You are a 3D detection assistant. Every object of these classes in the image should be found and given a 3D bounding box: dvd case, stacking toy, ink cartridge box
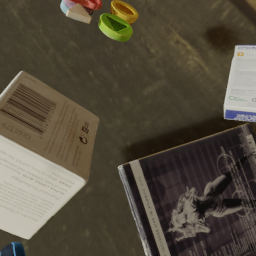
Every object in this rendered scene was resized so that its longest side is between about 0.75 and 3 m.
[{"bbox_3d":[1.379,1.206,4.530,2.795,0.223,2.078,-15,82,-29],"label":"dvd case"},{"bbox_3d":[-0.660,-2.227,5.917,1.674,0.707,1.515,17,45,-19],"label":"stacking toy"},{"bbox_3d":[3.575,-1.057,6.529,2.305,0.508,2.348,8,51,22],"label":"ink cartridge box"}]

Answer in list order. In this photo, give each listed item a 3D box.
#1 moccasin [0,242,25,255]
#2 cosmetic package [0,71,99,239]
[{"bbox_3d":[-1.692,2.266,4.188,0.349,0.411,1.023,-22,60,8],"label":"moccasin"},{"bbox_3d":[-2.063,0.585,5.632,1.923,2.331,1.922,32,32,-19],"label":"cosmetic package"}]
